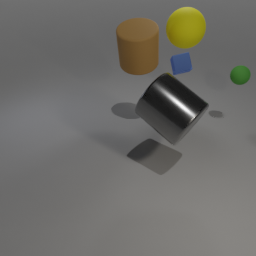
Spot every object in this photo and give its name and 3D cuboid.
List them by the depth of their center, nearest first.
[{"bbox_3d":[1.142,-0.500,7.390,1.400,1.400,1.400,42,43,13],"label":"cylinder"},{"bbox_3d":[0.350,-2.780,9.584,1.400,1.400,1.400,-3,50,3],"label":"cylinder"},{"bbox_3d":[2.063,-3.568,10.023,1.400,1.400,1.400,0,29,0],"label":"ball"},{"bbox_3d":[4.096,-1.927,10.221,0.700,0.700,0.700,0,29,0],"label":"ball"},{"bbox_3d":[2.166,-2.619,11.457,0.700,0.700,0.700,-12,2,3],"label":"cube"}]
